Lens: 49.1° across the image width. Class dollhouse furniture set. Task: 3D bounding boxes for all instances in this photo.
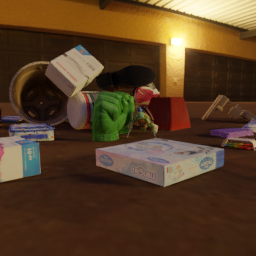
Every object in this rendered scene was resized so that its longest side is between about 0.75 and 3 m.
[{"bbox_3d":[5.063,-0.481,14.181,1.938,1.579,1.843,36,12,4],"label":"dollhouse furniture set"}]

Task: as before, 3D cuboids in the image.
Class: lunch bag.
[{"bbox_3d":[-2.896,0.142,8.515,1.326,0.501,1.063,-4,10,-24],"label":"lunch bag"}]

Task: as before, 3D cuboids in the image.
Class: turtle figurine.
[{"bbox_3d":[0.513,0.028,9.497,0.931,1.294,1.254,-21,-20,16],"label":"turtle figurine"}]

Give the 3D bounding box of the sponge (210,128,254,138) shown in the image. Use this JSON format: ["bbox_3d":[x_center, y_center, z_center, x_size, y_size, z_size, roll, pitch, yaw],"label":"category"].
[{"bbox_3d":[3.544,0.160,9.535,1.340,0.200,0.747,-4,9,-31],"label":"sponge"}]

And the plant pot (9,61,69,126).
[{"bbox_3d":[-4.017,-1.372,13.275,2.846,2.846,2.605,-3,-4,-20],"label":"plant pot"}]

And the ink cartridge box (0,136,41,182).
[{"bbox_3d":[-2.360,0.543,4.711,1.411,0.597,1.020,-8,11,-44],"label":"ink cartridge box"}]

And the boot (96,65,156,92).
[{"bbox_3d":[0.044,-1.910,12.095,2.430,0.884,2.581,-13,-2,9],"label":"boot"}]

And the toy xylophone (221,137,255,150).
[{"bbox_3d":[2.999,0.398,7.432,0.667,0.229,0.911,-7,10,-43],"label":"toy xylophone"}]

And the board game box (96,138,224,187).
[{"bbox_3d":[0.598,0.567,5.386,1.753,0.382,1.761,-6,9,-41],"label":"board game box"}]

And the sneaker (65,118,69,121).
[{"bbox_3d":[-2.581,-0.948,15.007,0.906,1.059,2.557,4,8,18],"label":"sneaker"}]

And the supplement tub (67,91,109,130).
[{"bbox_3d":[-1.261,-0.750,11.488,2.149,1.508,1.508,-5,8,-34],"label":"supplement tub"}]

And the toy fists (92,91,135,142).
[{"bbox_3d":[-0.402,-0.482,9.410,1.007,1.492,2.927,2,8,15],"label":"toy fists"}]

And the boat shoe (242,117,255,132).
[{"bbox_3d":[4.867,-0.170,10.715,1.671,0.558,0.615,-6,10,-43],"label":"boat shoe"}]

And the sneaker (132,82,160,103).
[{"bbox_3d":[0.642,-1.771,12.468,0.893,1.059,2.421,-37,-9,21],"label":"sneaker"}]

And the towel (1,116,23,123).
[{"bbox_3d":[-6.020,-0.439,14.500,1.209,0.196,1.647,2,9,-2],"label":"towel"}]

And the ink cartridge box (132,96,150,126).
[{"bbox_3d":[0.198,-0.922,13.737,2.666,1.001,2.196,18,18,39],"label":"ink cartridge box"}]

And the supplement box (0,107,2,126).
[{"bbox_3d":[-5.956,-0.477,12.056,0.558,0.840,0.828,2,7,14],"label":"supplement box"}]

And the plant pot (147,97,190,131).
[{"bbox_3d":[1.639,-0.657,11.702,1.470,1.297,1.471,8,10,44],"label":"plant pot"}]

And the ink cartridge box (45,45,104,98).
[{"bbox_3d":[-2.011,-2.179,10.613,1.811,1.309,0.763,-48,1,-44],"label":"ink cartridge box"}]
